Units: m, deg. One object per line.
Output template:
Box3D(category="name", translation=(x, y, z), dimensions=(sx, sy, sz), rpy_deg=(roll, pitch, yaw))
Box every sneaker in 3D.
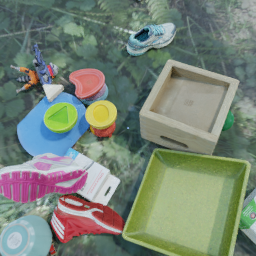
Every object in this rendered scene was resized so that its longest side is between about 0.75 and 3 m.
Box3D(category="sneaker", translation=(-2.412, 1.282, 7.708), dimensions=(2.477, 1.008, 1.093), rpy_deg=(5, 24, -40))
Box3D(category="sneaker", translation=(-1.247, 2.899, 8.376), dimensions=(2.172, 0.851, 1.255), rpy_deg=(27, 107, -8))
Box3D(category="sneaker", translation=(0.970, -3.539, 10.741), dimensions=(2.153, 0.929, 0.836), rpy_deg=(-30, 71, -11))

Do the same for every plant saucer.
Box3D(category="plant saucer", translation=(1.703, 2.186, 7.984), dimensions=(2.991, 0.716, 2.987), rpy_deg=(6, 59, 34))

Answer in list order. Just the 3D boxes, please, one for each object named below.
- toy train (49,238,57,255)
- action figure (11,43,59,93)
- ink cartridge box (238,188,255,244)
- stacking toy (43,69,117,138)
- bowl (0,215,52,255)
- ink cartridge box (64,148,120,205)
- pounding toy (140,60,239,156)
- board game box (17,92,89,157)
Box3D(category="toy train", translation=(-2.244, 3.562, 8.245), dimensions=(0.195, 0.262, 1.144), rpy_deg=(-21, 69, -8))
Box3D(category="action figure", translation=(-3.365, -2.134, 10.251), dimensions=(1.621, 0.877, 1.676), rpy_deg=(-11, 89, -10))
Box3D(category="ink cartridge box", translation=(4.299, 2.869, 8.211), dimensions=(1.466, 0.831, 2.000), rpy_deg=(-40, 73, -14))
Box3D(category="stacking toy", translation=(-1.623, -0.674, 9.644), dimensions=(2.319, 1.082, 2.561), rpy_deg=(-14, 58, -3))
Box3D(category="bowl", translation=(-3.024, 3.206, 7.987), dimensions=(1.497, 0.783, 1.497), rpy_deg=(-4, 64, 8))
Box3D(category="ink cartridge box", translation=(-1.302, 1.572, 8.848), dimensions=(1.886, 0.629, 1.092), rpy_deg=(28, 71, 11))
Box3D(category="pounding toy", translation=(2.125, -0.140, 9.029), dimensions=(2.980, 2.118, 2.743), rpy_deg=(21, 65, 16))
Box3D(category="board game box", translation=(-2.481, -0.028, 9.612), dimensions=(1.907, 0.470, 2.413), rpy_deg=(38, 78, 9))
